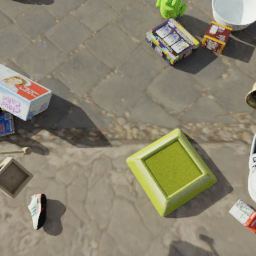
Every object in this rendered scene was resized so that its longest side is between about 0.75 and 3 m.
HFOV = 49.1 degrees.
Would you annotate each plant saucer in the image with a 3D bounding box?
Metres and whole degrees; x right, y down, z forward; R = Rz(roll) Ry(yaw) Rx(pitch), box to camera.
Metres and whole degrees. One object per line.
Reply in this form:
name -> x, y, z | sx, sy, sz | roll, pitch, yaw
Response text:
plant saucer -> 1.604, 1.476, 10.221 | 2.516, 0.603, 2.519 | -30, 70, -12

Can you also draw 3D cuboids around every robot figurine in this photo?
robot figurine -> 1.929, -5.480, 12.627 | 1.343, 1.531, 0.886 | 21, 89, 5

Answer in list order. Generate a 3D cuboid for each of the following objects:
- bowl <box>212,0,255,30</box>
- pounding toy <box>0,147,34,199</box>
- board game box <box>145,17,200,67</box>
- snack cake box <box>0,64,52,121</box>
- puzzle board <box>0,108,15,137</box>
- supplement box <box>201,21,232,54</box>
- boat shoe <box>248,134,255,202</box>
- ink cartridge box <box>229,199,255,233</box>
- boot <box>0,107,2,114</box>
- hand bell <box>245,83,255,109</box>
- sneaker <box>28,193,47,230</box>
bowl -> 4.789, -5.206, 12.769 | 2.147, 0.965, 2.147 | 0, 67, -1
pounding toy -> -3.149, 1.045, 7.614 | 1.115, 0.581, 1.270 | 49, 61, -24
board game box -> 1.950, -3.843, 12.452 | 1.549, 0.531, 1.874 | -34, 72, -15
snack cake box -> -4.479, -1.450, 10.779 | 2.581, 0.867, 1.484 | 28, 26, 6
puzzle board -> -5.542, -0.595, 11.306 | 1.698, 0.196, 2.253 | -14, 69, -7
supplement box -> 3.920, -4.010, 12.444 | 0.969, 0.652, 0.983 | 25, 70, 10
boat shoe -> 3.087, 0.808, 6.460 | 0.630, 0.662, 1.838 | 45, 58, -24
ink cartridge box -> 4.143, 3.073, 9.745 | 1.059, 0.267, 0.577 | 41, 74, 16
boot -> -5.572, -0.749, 10.497 | 1.249, 1.487, 0.568 | -37, 61, -12
hand bell -> 5.545, -1.999, 11.604 | 1.176, 1.176, 2.259 | 15, 56, 6
sneaker -> -3.206, 2.918, 9.797 | 0.570, 0.429, 1.219 | -7, 72, 22
